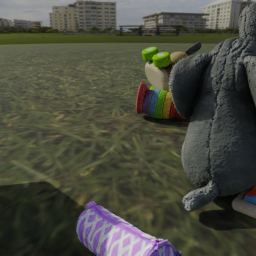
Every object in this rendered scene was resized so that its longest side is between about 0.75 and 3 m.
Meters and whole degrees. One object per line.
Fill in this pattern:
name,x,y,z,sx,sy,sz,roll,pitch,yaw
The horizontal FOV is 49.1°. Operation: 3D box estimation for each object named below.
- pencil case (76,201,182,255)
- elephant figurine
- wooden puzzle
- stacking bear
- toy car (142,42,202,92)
pencil case,-0.069,1.309,3.205,0.543,0.553,1.294,-20,19,-41
elephant figurine,1.666,-0.551,4.719,2.080,2.940,2.281,-6,18,-2
wooden puzzle,2.284,1.141,4.409,0.956,0.192,1.034,16,26,38
stacking bear,1.159,-0.716,8.455,1.661,0.945,1.009,12,-4,14
toy car,1.705,-2.000,9.362,2.012,1.653,1.588,-23,33,-11
